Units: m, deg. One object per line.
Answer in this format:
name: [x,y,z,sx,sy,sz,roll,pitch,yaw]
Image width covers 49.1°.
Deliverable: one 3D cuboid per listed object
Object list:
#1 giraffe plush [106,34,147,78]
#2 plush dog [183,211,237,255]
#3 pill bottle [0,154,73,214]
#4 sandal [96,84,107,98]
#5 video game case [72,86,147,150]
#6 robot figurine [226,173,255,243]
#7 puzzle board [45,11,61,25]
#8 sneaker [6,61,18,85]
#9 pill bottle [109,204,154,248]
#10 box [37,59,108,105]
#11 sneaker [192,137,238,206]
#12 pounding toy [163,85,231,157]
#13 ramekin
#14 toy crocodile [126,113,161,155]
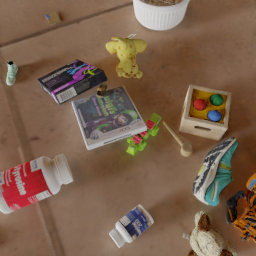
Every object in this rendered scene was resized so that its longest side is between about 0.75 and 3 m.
giraffe plush: [-0.004,-2.791,11.447,1.671,1.937,1.570,-3,93,-9]
plush dog: [2.361,3.346,8.229,1.325,1.419,1.652,-31,67,-15]
pill bottle: [-3.055,1.723,9.120,2.342,1.315,1.315,-22,65,-10]
sandal: [-1.037,-1.518,11.062,0.410,0.276,1.021,-4,39,7]
video game case: [-0.771,-0.490,10.509,2.230,0.286,2.453,-19,50,-10]
robot figurine: [4.427,2.473,9.024,1.993,0.800,2.748,35,68,18]
puzzle board: [-3.586,-5.234,13.371,0.566,0.065,0.751,-25,65,-11]
sneaker: [-4.881,-2.303,11.577,0.370,0.593,1.005,2,64,0]
pill bottle: [0.091,3.076,8.752,1.322,0.733,0.733,-35,68,-17]
box: [-2.203,-1.832,10.599,1.937,0.489,2.709,-31,31,-17]
sneaker: [3.128,1.445,9.637,1.027,0.999,2.578,35,71,-5]
pounding toy: [2.432,-0.271,10.227,2.206,1.149,2.511,13,63,6]
ramekin: [1.476,-5.666,12.741,2.595,1.362,2.595,-1,58,1]
toy crocodile: [0.579,0.190,10.298,0.665,0.608,1.969,35,68,16]
